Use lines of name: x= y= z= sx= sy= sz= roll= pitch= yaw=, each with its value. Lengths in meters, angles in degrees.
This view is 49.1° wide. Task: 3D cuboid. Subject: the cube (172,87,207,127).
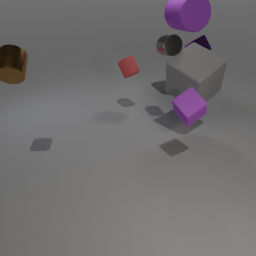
cube: x=1.766 y=-0.594 z=8.032 sx=0.700 sy=0.700 sz=0.700 roll=-35 pitch=65 yaw=-3

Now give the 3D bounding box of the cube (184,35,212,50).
cube: x=2.998 y=-3.443 z=12.022 sx=0.700 sy=0.700 sz=0.700 roll=-31 pitch=7 yaw=-17

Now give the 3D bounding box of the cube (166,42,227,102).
cube: x=2.257 y=-1.739 z=9.486 sx=1.400 sy=1.400 sz=1.400 roll=-38 pitch=59 yaw=-20

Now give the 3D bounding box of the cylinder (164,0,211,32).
cylinder: x=2.408 y=-4.701 z=11.431 sx=1.400 sy=1.400 sz=1.400 roll=-10 pitch=26 yaw=-17

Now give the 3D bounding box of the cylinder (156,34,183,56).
cylinder: x=1.400 y=-2.815 z=9.542 sx=0.700 sy=0.700 sz=0.700 roll=-7 pitch=16 yaw=-12

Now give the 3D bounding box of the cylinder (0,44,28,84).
cylinder: x=-2.864 y=-1.556 z=6.893 sx=0.700 sy=0.700 sz=0.700 roll=-2 pitch=65 yaw=-3

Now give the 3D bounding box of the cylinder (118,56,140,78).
cylinder: x=0.030 y=-2.488 z=11.454 sx=0.700 sy=0.700 sz=0.700 roll=-24 pitch=3 yaw=2
